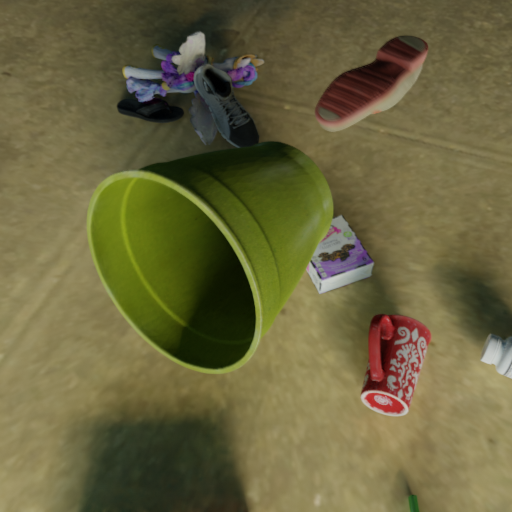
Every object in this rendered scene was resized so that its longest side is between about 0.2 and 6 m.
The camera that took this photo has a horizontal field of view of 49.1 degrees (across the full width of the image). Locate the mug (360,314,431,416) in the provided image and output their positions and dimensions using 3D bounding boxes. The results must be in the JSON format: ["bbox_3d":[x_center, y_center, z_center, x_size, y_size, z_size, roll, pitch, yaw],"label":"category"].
[{"bbox_3d":[1.941,1.575,8.357,1.149,0.864,1.295,32,56,-9],"label":"mug"}]

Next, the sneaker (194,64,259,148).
[{"bbox_3d":[-0.565,-2.998,11.307,0.741,1.140,1.974,-39,103,-4],"label":"sneaker"}]

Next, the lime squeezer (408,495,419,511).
[{"bbox_3d":[2.474,4.188,6.678,0.922,0.493,2.611,-27,56,-19],"label":"lime squeezer"}]

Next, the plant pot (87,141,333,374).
[{"bbox_3d":[-0.380,-0.362,8.540,3.084,3.084,2.969,30,43,21],"label":"plant pot"}]

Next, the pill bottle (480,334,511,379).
[{"bbox_3d":[4.064,1.611,8.570,1.108,0.614,0.614,22,55,16],"label":"pill bottle"}]

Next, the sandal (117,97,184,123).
[{"bbox_3d":[-2.394,-3.306,12.503,1.568,0.375,0.589,10,51,10],"label":"sandal"}]

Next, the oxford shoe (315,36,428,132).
[{"bbox_3d":[2.049,-2.768,9.727,2.685,1.004,0.946,-38,59,-22],"label":"oxford shoe"}]

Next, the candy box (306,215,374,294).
[{"bbox_3d":[1.335,-0.049,9.951,1.013,0.432,1.207,-19,54,-12],"label":"candy box"}]

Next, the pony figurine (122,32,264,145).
[{"bbox_3d":[-1.427,-3.864,12.105,2.680,2.232,2.587,8,40,20],"label":"pony figurine"}]
